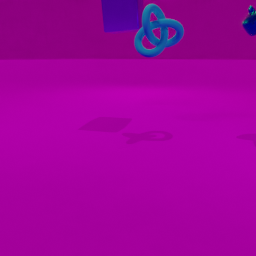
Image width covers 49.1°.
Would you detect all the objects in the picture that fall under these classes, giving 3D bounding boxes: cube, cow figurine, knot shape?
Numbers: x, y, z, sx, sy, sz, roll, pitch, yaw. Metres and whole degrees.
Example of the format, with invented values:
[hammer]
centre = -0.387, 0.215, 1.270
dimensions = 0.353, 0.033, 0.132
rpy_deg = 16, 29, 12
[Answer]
[cube]
centre = -0.129, -3.659, 8.930
dimensions = 1.122, 1.122, 1.122
rpy_deg = -1, 16, 13
[cow figurine]
centre = 3.649, -2.816, 7.118
dimensions = 1.388, 0.762, 1.366
rpy_deg = -29, 32, 38
[knot shape]
centre = 0.879, -2.558, 7.540
dimensions = 1.261, 1.348, 0.623
rpy_deg = 5, 20, -15
